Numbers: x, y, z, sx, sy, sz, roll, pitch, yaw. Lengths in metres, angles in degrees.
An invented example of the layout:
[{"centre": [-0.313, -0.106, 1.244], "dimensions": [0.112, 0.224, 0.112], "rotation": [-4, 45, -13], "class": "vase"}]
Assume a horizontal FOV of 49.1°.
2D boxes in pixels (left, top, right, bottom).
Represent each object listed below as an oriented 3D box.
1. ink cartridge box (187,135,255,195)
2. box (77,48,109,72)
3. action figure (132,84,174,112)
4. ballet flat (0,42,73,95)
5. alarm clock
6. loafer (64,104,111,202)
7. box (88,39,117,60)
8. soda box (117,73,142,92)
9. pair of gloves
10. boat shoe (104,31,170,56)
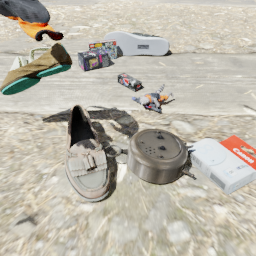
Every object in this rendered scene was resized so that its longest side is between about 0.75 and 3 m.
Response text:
[{"centre": [2.595, 0.703, 6.964], "dimensions": [1.821, 0.430, 1.457], "rotation": [-21, 41, -24], "class": "ink cartridge box"}, {"centre": [-1.433, -2.828, 11.595], "dimensions": [1.129, 0.599, 0.690], "rotation": [-17, 40, -21], "class": "box"}, {"centre": [0.735, -1.044, 9.186], "dimensions": [1.249, 0.653, 1.208], "rotation": [25, 34, 30], "class": "action figure"}, {"centre": [-2.358, -1.509, 6.931], "dimensions": [2.190, 0.792, 0.743], "rotation": [-18, -5, 25], "class": "ballet flat"}, {"centre": [0.490, 0.595, 6.777], "dimensions": [2.139, 0.712, 1.443], "rotation": [2, 37, -2], "class": "alarm clock"}, {"centre": [-1.117, 0.460, 6.875], "dimensions": [1.042, 0.911, 2.897], "rotation": [-11, 38, -12], "class": "loafer"}, {"centre": [-1.092, -3.347, 12.112], "dimensions": [1.209, 0.828, 0.241], "rotation": [-12, 37, -15], "class": "box"}, {"centre": [0.052, -1.685, 10.289], "dimensions": [0.357, 0.320, 1.010], "rotation": [-28, 44, -32], "class": "soda box"}, {"centre": [-2.261, -1.863, 4.246], "dimensions": [2.186, 0.270, 1.948], "rotation": [-18, 53, -40], "class": "pair of gloves"}, {"centre": [0.400, -3.832, 12.747], "dimensions": [2.948, 1.012, 0.835], "rotation": [7, 30, 0], "class": "boat shoe"}]
